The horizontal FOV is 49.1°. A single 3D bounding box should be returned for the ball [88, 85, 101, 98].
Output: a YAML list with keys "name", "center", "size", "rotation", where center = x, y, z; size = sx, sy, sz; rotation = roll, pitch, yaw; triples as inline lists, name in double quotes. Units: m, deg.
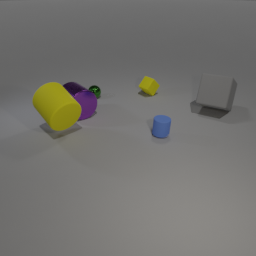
- name: "ball"
  center: [-1.778, -1.917, 14.833]
  size: [0.700, 0.700, 0.700]
  rotation: [0, 28, 0]

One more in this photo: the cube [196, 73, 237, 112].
- name: "cube"
  center: [4.137, -1.634, 13.043]
  size: [1.400, 1.400, 1.400]
  rotation: [14, 4, 28]

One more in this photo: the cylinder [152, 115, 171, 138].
- name: "cylinder"
  center: [1.354, -0.072, 11.307]
  size: [0.700, 0.700, 0.700]
  rotation: [3, 28, -2]

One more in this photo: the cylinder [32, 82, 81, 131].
- name: "cylinder"
  center: [-2.786, -0.844, 10.992]
  size: [1.400, 1.400, 1.400]
  rotation: [-23, 56, -36]

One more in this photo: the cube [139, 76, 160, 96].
- name: "cube"
  center: [1.146, -2.276, 15.171]
  size: [0.700, 0.700, 0.700]
  rotation: [30, -5, 42]

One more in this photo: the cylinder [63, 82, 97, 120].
- name: "cylinder"
  center: [-2.342, -1.265, 12.873]
  size: [1.400, 1.400, 1.400]
  rotation: [-19, 34, -31]
